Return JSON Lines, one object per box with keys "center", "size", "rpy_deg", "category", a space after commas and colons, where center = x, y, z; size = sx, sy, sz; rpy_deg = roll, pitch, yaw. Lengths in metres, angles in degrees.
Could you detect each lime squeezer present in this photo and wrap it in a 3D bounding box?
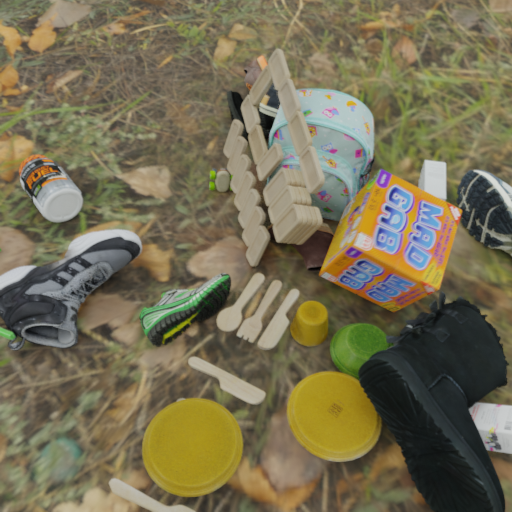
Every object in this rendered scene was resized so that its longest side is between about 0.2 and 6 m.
{"center": [-5.307, 0.848, 10.765], "size": [1.022, 0.546, 2.893], "rpy_deg": [-8, 36, -25], "category": "lime squeezer"}

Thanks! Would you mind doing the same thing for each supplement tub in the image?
{"center": [-4.630, -1.542, 12.526], "size": [0.959, 0.959, 1.565], "rpy_deg": [-31, 57, -23], "category": "supplement tub"}

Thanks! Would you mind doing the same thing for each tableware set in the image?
{"center": [0.288, 2.619, 9.233], "size": [3.320, 0.756, 4.929], "rpy_deg": [23, 52, 15], "category": "tableware set"}

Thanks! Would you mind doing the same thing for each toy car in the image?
{"center": [-0.803, -1.893, 13.143], "size": [0.588, 0.565, 0.716], "rpy_deg": [0, 39, -9], "category": "toy car"}

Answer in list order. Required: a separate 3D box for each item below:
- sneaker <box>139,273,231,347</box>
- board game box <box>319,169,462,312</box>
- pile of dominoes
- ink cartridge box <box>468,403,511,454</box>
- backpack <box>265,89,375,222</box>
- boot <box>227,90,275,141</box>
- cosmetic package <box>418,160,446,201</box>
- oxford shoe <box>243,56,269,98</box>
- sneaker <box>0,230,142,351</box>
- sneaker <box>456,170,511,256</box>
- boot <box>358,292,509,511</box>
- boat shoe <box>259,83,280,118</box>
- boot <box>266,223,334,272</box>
{"center": [-1.328, 0.837, 10.651], "size": [1.981, 0.773, 0.844], "rpy_deg": [-30, 56, -22], "category": "sneaker"}
{"center": [2.447, -0.218, 10.415], "size": [1.686, 1.687, 1.686], "rpy_deg": [26, 67, -4], "category": "board game box"}
{"center": [0.382, -1.902, 11.504], "size": [0.578, 2.831, 3.632], "rpy_deg": [4, 58, -30], "category": "pile of dominoes"}
{"center": [3.772, 2.743, 8.977], "size": [1.218, 0.413, 0.701], "rpy_deg": [-3, 21, 35], "category": "ink cartridge box"}
{"center": [1.326, -2.117, 11.907], "size": [2.313, 2.631, 2.017], "rpy_deg": [15, 52, 11], "category": "backpack"}
{"center": [0.028, -3.683, 14.482], "size": [1.337, 0.673, 1.788], "rpy_deg": [-16, 62, -4], "category": "boot"}
{"center": [3.971, -1.498, 12.670], "size": [0.503, 0.699, 1.239], "rpy_deg": [8, 52, 7], "category": "cosmetic package"}
{"center": [0.139, -4.662, 15.440], "size": [0.764, 0.747, 2.095], "rpy_deg": [-22, 47, 10], "category": "oxford shoe"}
{"center": [-3.381, 0.715, 10.572], "size": [2.992, 1.129, 1.703], "rpy_deg": [-25, 55, -12], "category": "sneaker"}
{"center": [5.606, -0.616, 11.794], "size": [1.394, 1.254, 3.231], "rpy_deg": [-17, 58, -29], "category": "sneaker"}
{"center": [3.282, 2.364, 9.025], "size": [2.668, 1.205, 3.255], "rpy_deg": [-22, 76, -41], "category": "boot"}
{"center": [1.452, -3.467, 13.491], "size": [2.719, 0.846, 1.014], "rpy_deg": [19, 16, 1], "category": "boat shoe"}
{"center": [0.975, -0.210, 11.685], "size": [1.451, 0.525, 1.207], "rpy_deg": [-2, 48, -6], "category": "boot"}
